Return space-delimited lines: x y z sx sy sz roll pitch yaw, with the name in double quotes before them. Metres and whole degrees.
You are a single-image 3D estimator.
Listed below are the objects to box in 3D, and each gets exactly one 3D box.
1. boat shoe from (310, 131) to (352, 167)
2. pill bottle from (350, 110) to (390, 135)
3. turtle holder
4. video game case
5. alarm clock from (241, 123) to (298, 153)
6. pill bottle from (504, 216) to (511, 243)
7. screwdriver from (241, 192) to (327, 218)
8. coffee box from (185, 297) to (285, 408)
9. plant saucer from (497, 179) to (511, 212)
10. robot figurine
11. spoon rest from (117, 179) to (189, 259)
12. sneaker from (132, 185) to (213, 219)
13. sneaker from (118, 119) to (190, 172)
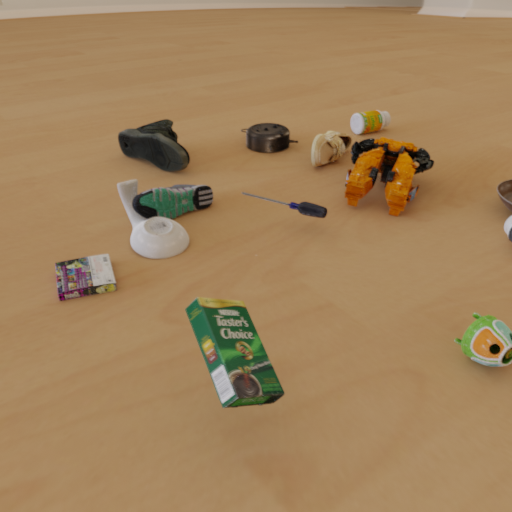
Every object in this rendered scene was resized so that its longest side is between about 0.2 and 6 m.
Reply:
"boat shoe" 1.981 -2.832 14.574 0.700 0.746 2.023 8 30 24
"pill bottle" 3.423 -3.999 16.672 1.109 0.616 0.616 -15 34 -23
"turtle holder" 3.294 1.261 7.830 0.694 0.914 0.649 -43 41 -7
"video game case" -2.967 0.353 9.725 0.954 0.188 1.052 -11 32 -17
"alarm clock" 0.202 -3.387 15.727 1.222 0.603 1.811 -24 35 -34
"pill bottle" 5.122 -0.348 10.504 0.610 0.610 1.049 -2 30 -4
"screwdriver" 0.561 -1.084 11.479 1.934 0.270 0.281 17 13 29
"coffee box" -0.261 1.104 6.556 0.816 0.292 1.327 11 44 -45
"plant saucer" 6.117 -1.105 11.803 2.046 0.328 2.046 2 29 -1
"robot figurine" 2.970 -1.938 12.845 1.947 0.781 2.685 16 37 16
"spoon rest" -2.134 -0.648 11.153 1.112 0.679 2.239 -17 48 -25
"sneaker" -1.881 -1.186 12.010 1.884 0.701 0.825 -10 20 -37
"sneaker" -2.331 -2.944 14.541 1.451 0.968 2.532 -33 38 -33
